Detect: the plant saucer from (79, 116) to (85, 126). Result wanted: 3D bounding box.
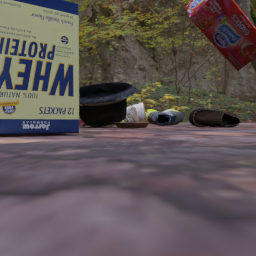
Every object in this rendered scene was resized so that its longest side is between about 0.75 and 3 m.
[{"bbox_3d":[-2.605,-0.404,12.896,2.446,0.620,2.446,-1,1,0],"label":"plant saucer"}]

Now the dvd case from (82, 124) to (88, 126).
[{"bbox_3d":[-1.087,-0.227,10.498,1.089,0.117,1.464,-10,1,-16],"label":"dvd case"}]

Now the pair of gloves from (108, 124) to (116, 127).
[{"bbox_3d":[-0.425,-0.113,9.798,1.007,0.177,0.856,-1,3,-38],"label":"pair of gloves"}]

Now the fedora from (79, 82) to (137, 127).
[{"bbox_3d":[-0.879,-0.745,9.376,2.534,1.157,2.534,-7,21,3],"label":"fedora"}]

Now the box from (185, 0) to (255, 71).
[{"bbox_3d":[2.986,-3.081,8.515,2.424,1.208,1.157,37,-59,-23],"label":"box"}]

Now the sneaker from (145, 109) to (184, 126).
[{"bbox_3d":[1.766,-0.391,12.770,2.204,0.814,0.892,-4,17,-32],"label":"sneaker"}]

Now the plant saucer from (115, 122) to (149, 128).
[{"bbox_3d":[0.121,-0.086,8.440,1.052,0.181,1.052,0,2,0],"label":"plant saucer"}]

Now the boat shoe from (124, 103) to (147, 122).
[{"bbox_3d":[0.190,-0.500,12.161,0.946,0.967,2.731,-8,0,-7],"label":"boat shoe"}]

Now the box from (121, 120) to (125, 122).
[{"bbox_3d":[0.107,-0.274,14.682,0.736,0.288,1.207,-2,1,-25],"label":"box"}]

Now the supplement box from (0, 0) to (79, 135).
[{"bbox_3d":[-1.673,-0.835,4.320,1.232,1.833,1.835,-1,1,-33],"label":"supplement box"}]

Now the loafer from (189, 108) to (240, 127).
[{"bbox_3d":[2.907,-0.340,9.271,1.756,0.641,0.626,0,1,-6],"label":"loafer"}]
